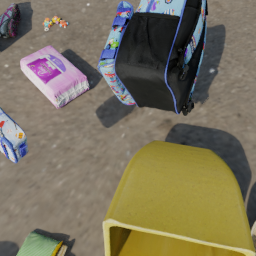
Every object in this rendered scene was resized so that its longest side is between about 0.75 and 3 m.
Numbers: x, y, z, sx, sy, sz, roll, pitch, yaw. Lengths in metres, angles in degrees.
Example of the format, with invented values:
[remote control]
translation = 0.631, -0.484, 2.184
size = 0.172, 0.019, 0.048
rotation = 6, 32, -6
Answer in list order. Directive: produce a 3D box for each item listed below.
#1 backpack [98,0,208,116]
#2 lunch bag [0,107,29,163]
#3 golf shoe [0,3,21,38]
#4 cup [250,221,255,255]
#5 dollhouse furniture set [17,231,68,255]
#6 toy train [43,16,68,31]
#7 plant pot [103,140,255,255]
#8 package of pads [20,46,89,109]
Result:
[backpack]
translation = 0.739, -1.889, 6.068
size = 1.786, 2.424, 2.655
rotation = 12, 78, 20
[lunch bag]
translation = -2.057, 0.130, 4.700
size = 0.898, 1.121, 0.424
rotation = 45, 64, 5
[golf shoe]
translation = -4.733, -4.284, 10.981
size = 0.854, 0.674, 1.855
rotation = -2, 54, -1
[cup]
translation = 3.128, 2.649, 5.621
size = 1.786, 1.278, 1.786
rotation = 0, 57, 0
[dollhouse furniture set]
translation = -2.024, 2.917, 5.752
size = 1.023, 0.783, 1.561
rotation = 15, 56, 10
[toy train]
translation = -2.922, -4.222, 11.188
size = 0.963, 0.268, 0.723
rotation = -19, 56, -14
[plant pot]
translation = 0.942, 1.637, 5.845
size = 2.364, 2.348, 2.418
rotation = 9, 45, 6
[package of pads]
translation = -2.377, -1.673, 9.028
size = 1.272, 0.799, 2.111
rotation = -36, 62, -23
